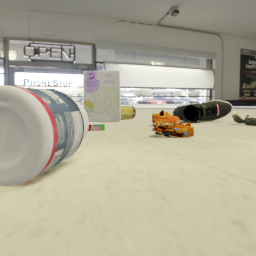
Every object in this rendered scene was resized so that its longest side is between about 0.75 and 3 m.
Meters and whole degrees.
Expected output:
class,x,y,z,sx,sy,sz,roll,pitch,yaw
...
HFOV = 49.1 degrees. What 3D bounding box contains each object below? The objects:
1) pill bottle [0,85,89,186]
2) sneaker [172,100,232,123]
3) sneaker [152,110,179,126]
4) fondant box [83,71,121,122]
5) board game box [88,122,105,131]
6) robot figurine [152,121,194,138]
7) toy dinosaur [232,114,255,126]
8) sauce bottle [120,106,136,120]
class,x,y,z,sx,sy,sz,roll,pitch,yaw
pill bottle,-1.269,0.001,4.027,1.158,1.158,1.937,1,6,9
sneaker,3.574,-0.707,12.894,2.848,1.007,1.413,-5,7,-1
sneaker,1.573,-0.406,11.227,0.591,0.624,1.619,3,5,40
fondant box,-1.227,-1.499,13.331,1.717,2.380,0.693,-1,5,1
board game box,-1.398,-0.044,9.442,1.066,0.215,0.816,-2,6,-20
robot figurine,1.213,0.024,7.650,1.099,0.320,0.797,4,17,0
toy dinosaur,5.261,-0.324,11.090,0.950,0.512,2.156,-21,17,-33
sauce bottle,-0.655,-0.792,14.646,2.279,0.737,0.737,-3,6,-36
